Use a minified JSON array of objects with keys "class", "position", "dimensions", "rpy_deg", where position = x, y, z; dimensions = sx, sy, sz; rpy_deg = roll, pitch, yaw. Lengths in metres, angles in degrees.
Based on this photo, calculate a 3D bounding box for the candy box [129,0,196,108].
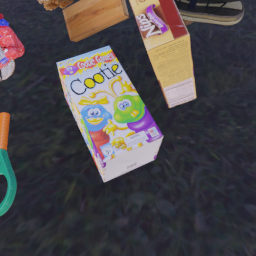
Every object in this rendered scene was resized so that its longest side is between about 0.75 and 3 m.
[{"class":"candy box","position":[0.764,-1.626,5.730],"dimensions":[0.750,2.657,1.550],"rpy_deg":[-19,70,9]}]

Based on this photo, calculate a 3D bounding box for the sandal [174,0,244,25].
[{"class":"sandal","position":[1.578,-3.225,7.614],"dimensions":[2.950,0.842,1.171],"rpy_deg":[25,73,19]}]

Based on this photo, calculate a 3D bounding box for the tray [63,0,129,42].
[{"class":"tray","position":[-0.921,-3.146,7.696],"dimensions":[1.824,0.338,0.899],"rpy_deg":[-14,91,29]}]

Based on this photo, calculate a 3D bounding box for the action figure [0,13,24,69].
[{"class":"action figure","position":[-3.212,-2.059,6.438],"dimensions":[1.266,0.834,2.557],"rpy_deg":[-37,52,-8]}]

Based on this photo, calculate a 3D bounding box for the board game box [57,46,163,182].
[{"class":"board game box","position":[-0.494,-0.361,6.591],"dimensions":[1.398,1.373,2.666],"rpy_deg":[-23,66,-14]}]

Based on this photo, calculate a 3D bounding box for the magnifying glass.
[{"class":"magnifying glass","position":[-2.512,0.656,5.471],"dimensions":[0.837,0.235,2.103],"rpy_deg":[-17,64,19]}]

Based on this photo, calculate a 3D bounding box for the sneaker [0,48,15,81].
[{"class":"sneaker","position":[-3.877,-2.118,6.670],"dimensions":[2.482,0.939,1.088],"rpy_deg":[46,29,-19]}]

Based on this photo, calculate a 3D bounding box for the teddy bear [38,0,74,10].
[{"class":"teddy bear","position":[-2.297,-4.267,8.771],"dimensions":[0.556,1.208,1.666],"rpy_deg":[25,39,11]}]
